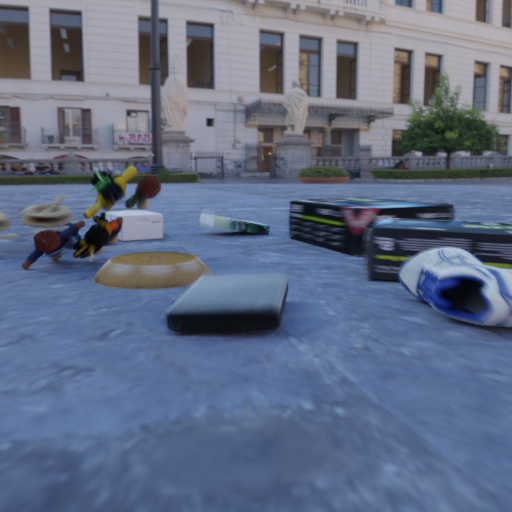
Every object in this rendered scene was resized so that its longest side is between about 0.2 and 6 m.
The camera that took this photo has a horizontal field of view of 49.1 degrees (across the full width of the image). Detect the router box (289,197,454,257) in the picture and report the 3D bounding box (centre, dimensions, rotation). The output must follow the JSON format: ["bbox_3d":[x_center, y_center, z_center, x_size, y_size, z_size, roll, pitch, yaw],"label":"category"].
[{"bbox_3d":[2.209,-0.671,11.354,2.141,0.888,2.858,-4,10,-22],"label":"router box"}]

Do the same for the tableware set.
[{"bbox_3d":[-4.343,-0.734,10.085,2.006,0.402,1.326,-11,26,-33],"label":"tableware set"}]

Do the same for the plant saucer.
[{"bbox_3d":[-1.471,0.162,8.052,1.695,0.300,1.695,0,9,0],"label":"plant saucer"}]

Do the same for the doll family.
[{"bbox_3d":[-2.526,-0.608,8.903,1.028,2.619,1.514,40,-8,-12],"label":"doll family"}]

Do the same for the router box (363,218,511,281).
[{"bbox_3d":[2.921,-0.090,8.153,2.439,0.758,1.827,3,10,19],"label":"router box"}]

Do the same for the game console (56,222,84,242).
[{"bbox_3d":[-3.533,-0.554,11.416,0.662,0.955,1.119,-41,28,-23],"label":"game console"}]

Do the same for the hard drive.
[{"bbox_3d":[-0.231,0.468,5.919,1.071,0.252,1.534,-2,9,6],"label":"hard drive"}]

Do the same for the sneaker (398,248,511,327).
[{"bbox_3d":[2.053,0.284,5.930,0.805,0.688,1.828,1,7,-27],"label":"sneaker"}]

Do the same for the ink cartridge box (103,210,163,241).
[{"bbox_3d":[-2.765,-0.698,12.543,0.967,0.561,1.336,-5,11,-30],"label":"ink cartridge box"}]

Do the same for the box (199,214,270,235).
[{"bbox_3d":[-0.510,-0.744,13.100,1.396,0.254,1.007,6,6,-25],"label":"box"}]
